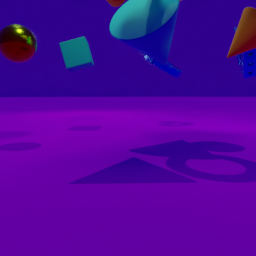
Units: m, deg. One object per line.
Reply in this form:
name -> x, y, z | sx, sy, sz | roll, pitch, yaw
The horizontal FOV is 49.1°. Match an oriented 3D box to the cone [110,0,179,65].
cone -> 0.652, -2.064, 6.678 | 1.623, 1.623, 1.629 | 4, -30, 31

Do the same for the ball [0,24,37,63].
ball -> -2.606, -1.988, 6.608 | 0.876, 0.876, 0.876 | 0, 7, 0

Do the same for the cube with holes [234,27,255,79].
cube with holes -> 3.516, -2.142, 7.546 | 1.002, 1.002, 1.002 | -12, -38, 14

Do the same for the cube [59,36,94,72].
cube -> -1.762, -2.547, 9.756 | 0.886, 0.886, 0.886 | -15, 5, 0

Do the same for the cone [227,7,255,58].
cone -> 2.723, -2.038, 6.583 | 1.055, 1.059, 1.055 | 43, 11, -10

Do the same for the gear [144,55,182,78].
gear -> 1.357, -2.462, 10.811 | 1.523, 0.282, 1.523 | 27, 20, -11

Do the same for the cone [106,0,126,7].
cone -> -0.706, -3.102, 5.045 | 1.419, 1.414, 1.414 | 3, 5, -29
